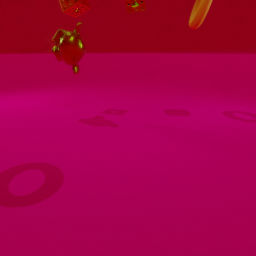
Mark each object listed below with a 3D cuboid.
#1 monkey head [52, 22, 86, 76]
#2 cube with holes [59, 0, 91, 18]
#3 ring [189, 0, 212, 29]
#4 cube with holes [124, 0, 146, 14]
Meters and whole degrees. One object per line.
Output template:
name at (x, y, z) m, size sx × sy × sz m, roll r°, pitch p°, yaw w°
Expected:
monkey head at (-1.846, -2.724, 9.403) m, size 1.058 × 1.756 × 1.263 m, roll 20°, pitch 32°, yaw 16°
cube with holes at (-2.048, -4.843, 10.704) m, size 0.787 × 0.787 × 0.787 m, roll -19°, pitch -4°, yaw 27°
ring at (2.644, -4.391, 10.041) m, size 0.338 × 1.692 × 1.692 m, roll 19°, pitch 16°, yaw -3°
cube with holes at (0.250, -4.942, 10.618) m, size 0.739 × 0.739 × 0.739 m, roll -8°, pitch 56°, yaw 7°
